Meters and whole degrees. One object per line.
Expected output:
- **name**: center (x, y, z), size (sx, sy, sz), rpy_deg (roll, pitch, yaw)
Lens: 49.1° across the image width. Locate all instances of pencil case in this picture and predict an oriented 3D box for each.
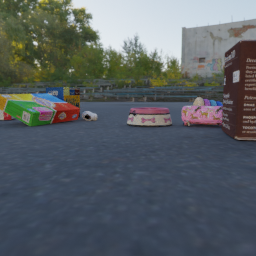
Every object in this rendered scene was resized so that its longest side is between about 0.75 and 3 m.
- **pencil case**: center (3.018, -0.448, 10.609), size (1.915, 0.828, 0.793), rpy_deg (2, -14, 22)

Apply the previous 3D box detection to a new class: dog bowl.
- **dog bowl**: center (0.859, -0.464, 11.235), size (1.831, 0.675, 1.831), rpy_deg (0, 7, 0)

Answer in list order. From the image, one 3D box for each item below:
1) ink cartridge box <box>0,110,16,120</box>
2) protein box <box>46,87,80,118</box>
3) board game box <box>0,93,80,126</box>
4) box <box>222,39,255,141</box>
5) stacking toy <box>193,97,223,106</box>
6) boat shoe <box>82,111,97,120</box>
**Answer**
- **ink cartridge box**: center (-6.308, -0.723, 13.565), size (1.534, 0.635, 1.118), rpy_deg (-1, 7, -9)
- **protein box**: center (-3.434, -1.338, 14.758), size (1.561, 1.572, 1.061), rpy_deg (5, 9, 39)
- **board game box**: center (-3.797, -0.866, 12.107), size (2.145, 0.565, 2.803), rpy_deg (25, 18, 24)
- **box**: center (3.953, -1.035, 7.970), size (2.108, 2.567, 2.130), rpy_deg (1, 6, 9)
- **stacking toy**: center (4.044, -0.606, 11.697), size (2.557, 1.092, 1.092), rpy_deg (6, 6, -2)
- **boat shoe**: center (-1.930, -0.543, 13.330), size (0.402, 0.422, 1.173), rpy_deg (-5, 18, -41)
